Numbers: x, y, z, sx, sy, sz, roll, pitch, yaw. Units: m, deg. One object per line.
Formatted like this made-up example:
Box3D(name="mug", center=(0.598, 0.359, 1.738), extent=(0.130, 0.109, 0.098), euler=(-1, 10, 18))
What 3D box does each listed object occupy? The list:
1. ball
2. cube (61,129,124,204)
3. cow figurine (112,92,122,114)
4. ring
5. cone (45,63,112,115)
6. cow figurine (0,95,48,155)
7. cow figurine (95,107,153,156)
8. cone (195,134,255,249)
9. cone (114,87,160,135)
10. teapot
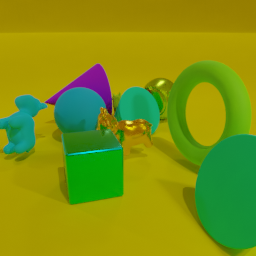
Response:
Box3D(name="ball", center=(-1.155, -0.351, 6.836), extent=(1.269, 1.269, 1.269), euler=(0, 21, 0))
Box3D(name="cube", center=(-0.620, 0.616, 4.799), extent=(0.903, 0.903, 0.903), euler=(-6, 21, -15))
Box3D(name="cow figurine", center=(-0.256, -0.707, 8.238), extent=(0.487, 0.872, 0.886), euler=(-11, 26, 2))
Box3D(name="ring", center=(1.426, -0.256, 5.299), extent=(0.400, 1.999, 1.999), euler=(-5, 20, -29))
Box3D(name="cone", center=(-1.489, -0.860, 7.818), extent=(1.652, 1.646, 1.646), euler=(-13, 24, -19))
Box3D(name="cow figurine", center=(-2.260, -0.091, 6.169), extent=(0.683, 1.243, 1.224), euler=(-5, 11, 22))
Box3D(name="cow figurine", center=(-0.076, 0.012, 5.671), extent=(1.147, 1.128, 0.629), euler=(-17, 38, -1))
Box3D(name="cone", center=(2.009, 0.986, 3.972), extent=(1.476, 1.470, 1.470), euler=(18, 12, -26))
Box3D(name="cone", center=(-0.065, -0.301, 7.612), extent=(1.314, 1.314, 1.319), euler=(-17, 0, -39))
Box3D(name="teapot", center=(0.807, -0.778, 8.122), extent=(1.979, 1.230, 0.969), euler=(-27, -1, 40))
